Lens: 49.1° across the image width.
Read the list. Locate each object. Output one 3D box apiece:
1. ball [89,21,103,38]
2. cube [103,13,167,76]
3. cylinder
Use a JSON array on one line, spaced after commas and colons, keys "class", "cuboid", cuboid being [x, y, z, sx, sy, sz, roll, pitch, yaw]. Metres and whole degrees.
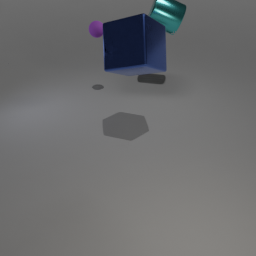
[{"class": "ball", "cuboid": [-1.354, -4.280, 12.141, 0.700, 0.700, 0.700, 0, 31, 0]}, {"class": "cube", "cuboid": [0.222, -2.370, 8.307, 1.400, 1.400, 1.400, 0, 3, 31]}, {"class": "cylinder", "cuboid": [1.734, -5.201, 12.828, 1.400, 1.400, 1.400, 21, 31, -9]}]
